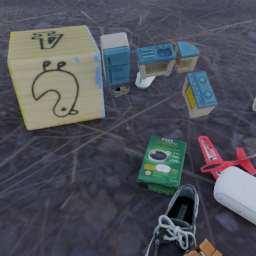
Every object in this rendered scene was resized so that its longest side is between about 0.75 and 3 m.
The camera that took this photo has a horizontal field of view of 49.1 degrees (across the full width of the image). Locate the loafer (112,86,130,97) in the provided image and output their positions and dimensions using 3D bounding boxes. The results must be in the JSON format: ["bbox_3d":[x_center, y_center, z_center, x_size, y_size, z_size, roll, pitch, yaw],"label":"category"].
[{"bbox_3d":[-0.296,-1.601,11.902,0.923,0.322,0.347,-32,49,-33],"label":"loafer"}]

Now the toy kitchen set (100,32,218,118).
[{"bbox_3d":[0.849,-1.420,8.058,2.891,1.703,2.316,-10,67,-4],"label":"toy kitchen set"}]

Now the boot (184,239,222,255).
[{"bbox_3d":[1.372,3.250,5.218,2.141,0.789,1.657,-18,62,-41],"label":"boot"}]

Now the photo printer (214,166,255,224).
[{"bbox_3d":[3.067,1.730,7.472,1.443,0.501,1.200,31,48,18],"label":"photo printer"}]

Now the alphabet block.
[{"bbox_3d":[-2.596,-1.952,10.409,2.868,2.801,2.816,-11,38,-12],"label":"alphabet block"}]

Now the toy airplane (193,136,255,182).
[{"bbox_3d":[2.970,1.076,8.472,2.171,0.399,2.171,1,55,-2],"label":"toy airplane"}]

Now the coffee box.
[{"bbox_3d":[1.068,1.082,8.501,1.211,0.433,1.969,9,40,11],"label":"coffee box"}]

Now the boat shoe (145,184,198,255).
[{"bbox_3d":[1.100,2.447,6.417,1.005,0.929,2.721,19,43,22],"label":"boat shoe"}]

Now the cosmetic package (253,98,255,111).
[{"bbox_3d":[5.520,-0.887,10.782,1.221,0.642,0.434,13,41,18],"label":"cosmetic package"}]

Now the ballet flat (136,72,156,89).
[{"bbox_3d":[0.988,-2.714,12.886,0.874,0.874,2.518,13,40,15],"label":"ballet flat"}]
